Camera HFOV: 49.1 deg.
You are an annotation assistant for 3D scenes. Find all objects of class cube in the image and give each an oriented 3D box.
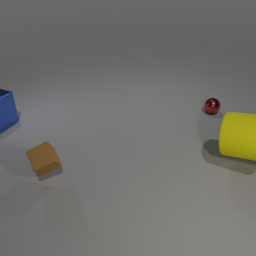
[{"bbox_3d":[-5.511,-0.696,11.236,1.400,1.400,1.400,14,35,20],"label":"cube"},{"bbox_3d":[-2.551,0.941,8.549,0.700,0.700,0.700,-28,69,-6],"label":"cube"}]

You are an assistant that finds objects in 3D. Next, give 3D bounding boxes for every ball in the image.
[{"bbox_3d":[3.708,-0.979,12.316,0.700,0.700,0.700,0,33,0],"label":"ball"}]

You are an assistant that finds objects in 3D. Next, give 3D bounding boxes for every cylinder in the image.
[{"bbox_3d":[3.717,0.259,8.688,1.400,1.400,1.400,9,33,33],"label":"cylinder"}]
